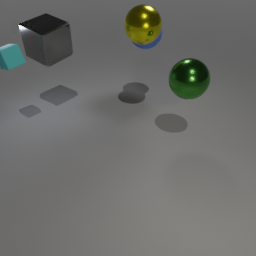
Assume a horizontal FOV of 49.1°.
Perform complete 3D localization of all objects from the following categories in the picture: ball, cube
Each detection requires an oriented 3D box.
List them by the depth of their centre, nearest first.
[{"bbox_3d":[2.094,-1.674,9.594,1.400,1.400,1.400,0,33,0],"label":"ball"},{"bbox_3d":[-4.215,-2.529,9.943,0.700,0.700,0.700,17,43,42],"label":"cube"},{"bbox_3d":[0.556,-3.816,10.371,1.400,1.400,1.400,0,33,0],"label":"ball"},{"bbox_3d":[-3.239,-3.535,11.230,1.400,1.400,1.400,29,51,25],"label":"cube"},{"bbox_3d":[0.741,-4.034,11.733,1.400,1.400,1.400,0,33,0],"label":"ball"}]
